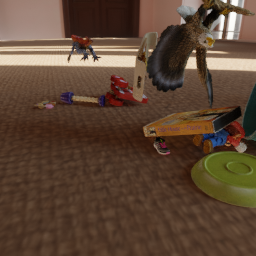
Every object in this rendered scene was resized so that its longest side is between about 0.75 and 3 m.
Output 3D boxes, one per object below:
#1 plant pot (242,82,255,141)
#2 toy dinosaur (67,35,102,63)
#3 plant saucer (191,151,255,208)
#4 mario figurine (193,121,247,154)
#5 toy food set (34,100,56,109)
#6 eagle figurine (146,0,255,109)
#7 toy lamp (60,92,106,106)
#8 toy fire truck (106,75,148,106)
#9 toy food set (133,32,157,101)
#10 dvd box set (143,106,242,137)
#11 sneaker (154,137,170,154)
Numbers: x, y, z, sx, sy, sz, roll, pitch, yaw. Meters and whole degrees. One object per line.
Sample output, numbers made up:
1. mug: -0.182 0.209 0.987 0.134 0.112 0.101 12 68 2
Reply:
1. plant pot: 5.609 -0.600 8.914 2.807 2.988 2.988 19 26 7
2. toy dinosaur: -1.588 -3.067 10.116 0.984 1.874 1.701 -15 61 -29
3. plant saucer: 2.934 1.201 7.474 2.417 0.376 2.417 -1 23 0
4. mario figurine: 3.025 0.428 9.059 1.843 1.137 0.977 -13 -16 -27
5. toy food set: -3.791 -1.069 13.133 0.805 0.200 1.267 6 16 14
6. eagle figurine: 1.980 -2.327 8.194 2.224 2.932 2.212 27 21 18
7. toy lamp: -2.170 -1.393 13.337 2.143 0.624 0.624 4 23 13
8. toy fire truck: -0.068 -1.745 13.700 1.723 1.150 2.052 11 19 -20
9. toy food set: 0.650 -2.090 9.426 0.617 1.467 2.044 11 46 7
10. dvd box set: 2.175 -0.223 9.646 2.019 0.406 2.760 -22 12 -42
11. sneaker: 1.079 0.547 9.003 0.322 0.382 0.873 -7 24 -17
